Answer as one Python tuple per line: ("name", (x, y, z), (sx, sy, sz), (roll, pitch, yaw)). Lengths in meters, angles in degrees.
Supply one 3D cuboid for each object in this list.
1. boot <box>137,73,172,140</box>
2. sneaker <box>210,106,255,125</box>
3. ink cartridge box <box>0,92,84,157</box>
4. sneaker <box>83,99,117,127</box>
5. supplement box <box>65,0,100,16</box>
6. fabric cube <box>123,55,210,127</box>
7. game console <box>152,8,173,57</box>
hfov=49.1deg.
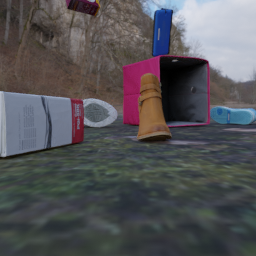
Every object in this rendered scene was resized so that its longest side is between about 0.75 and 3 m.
("boot", (0.581, -0.493, 6.340), (0.737, 1.493, 1.923), (0, 4, 4))
("sneaker", (5.242, -0.601, 13.723), (2.165, 0.861, 1.413), (16, 16, 43))
("ink cartridge box", (-1.989, -0.123, 4.906), (1.617, 0.913, 2.203), (2, 3, 19))
("sneaker", (-1.855, -0.565, 11.247), (2.871, 1.119, 1.427), (1, 0, -1))
("supplement box", (-1.448, -4.022, 8.931), (0.997, 0.550, 0.427), (1, -28, -32))
("fabric cube", (1.599, -1.488, 12.201), (2.725, 2.778, 2.769), (-3, 4, -31))
("game console", (1.172, -3.803, 11.074), (1.000, 1.691, 1.443), (24, 34, 39))
